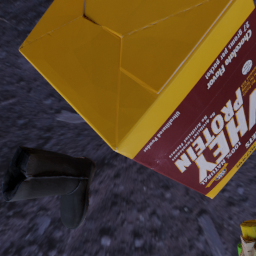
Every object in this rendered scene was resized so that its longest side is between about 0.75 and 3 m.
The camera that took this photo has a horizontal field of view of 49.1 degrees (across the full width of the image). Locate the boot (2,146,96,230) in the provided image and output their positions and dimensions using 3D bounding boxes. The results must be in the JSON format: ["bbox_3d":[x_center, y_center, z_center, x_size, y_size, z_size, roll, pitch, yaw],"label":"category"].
[{"bbox_3d":[-1.018,0.860,3.695,0.444,1.351,1.114,7,84,25],"label":"boot"}]

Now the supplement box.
[{"bbox_3d":[0.426,-0.694,4.251,1.825,2.748,2.711,-52,51,5],"label":"supplement box"}]

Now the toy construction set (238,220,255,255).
[{"bbox_3d":[2.187,1.672,3.619,2.219,2.661,2.045,-7,91,36],"label":"toy construction set"}]
